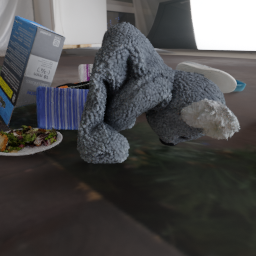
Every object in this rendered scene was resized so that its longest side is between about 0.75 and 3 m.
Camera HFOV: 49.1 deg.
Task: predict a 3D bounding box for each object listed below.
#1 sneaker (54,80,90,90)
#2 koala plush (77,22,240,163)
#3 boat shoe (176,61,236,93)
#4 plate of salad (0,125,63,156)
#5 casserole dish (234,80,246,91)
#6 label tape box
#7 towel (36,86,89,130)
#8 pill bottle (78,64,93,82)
[{"bbox_3d":[-1.424,-1.214,9.485,2.886,1.009,1.298,-13,26,-29],"label":"sneaker"},{"bbox_3d":[0.725,-0.595,5.895,2.906,2.670,2.577,13,20,1],"label":"koala plush"},{"bbox_3d":[1.791,-1.202,6.414,1.383,0.498,0.474,16,36,17],"label":"boat shoe"},{"bbox_3d":[-2.338,0.199,6.296,1.682,0.404,1.682,0,18,0],"label":"plate of salad"},{"bbox_3d":[4.615,-1.945,12.695,1.065,0.341,1.758,0,18,1],"label":"casserole dish"},{"bbox_3d":[-2.950,-1.622,8.086,0.865,2.734,1.972,9,20,-41],"label":"label tape box"},{"bbox_3d":[-1.541,-0.506,7.135,1.520,1.101,0.181,0,-10,-25],"label":"towel"},{"bbox_3d":[-0.804,-1.917,11.155,2.250,1.263,1.263,-3,19,-7],"label":"pill bottle"}]
